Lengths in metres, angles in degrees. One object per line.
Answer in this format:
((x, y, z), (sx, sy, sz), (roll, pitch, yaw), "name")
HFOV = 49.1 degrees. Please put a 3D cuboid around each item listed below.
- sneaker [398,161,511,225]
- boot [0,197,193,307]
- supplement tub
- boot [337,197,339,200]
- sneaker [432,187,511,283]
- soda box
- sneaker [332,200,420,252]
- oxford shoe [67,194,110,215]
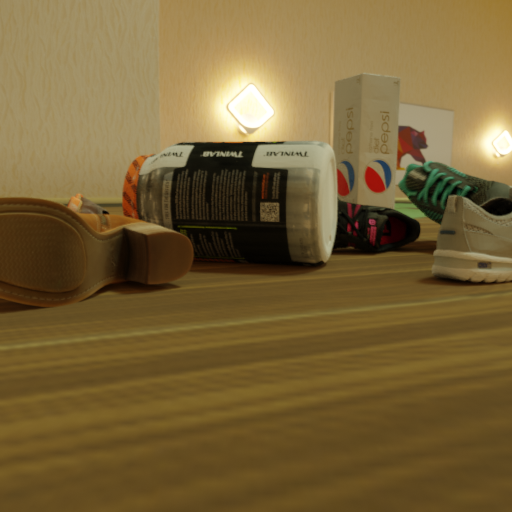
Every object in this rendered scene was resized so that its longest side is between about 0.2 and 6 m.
((3.101, -0.921, 9.119), (1.414, 1.202, 3.099), (26, 9, -4), "sneaker")
((-2.116, -0.147, 5.716), (2.478, 0.950, 1.924), (-5, 10, -43), "boot")
((-0.315, -0.724, 7.597), (2.684, 1.645, 1.645), (3, 8, 15), "supplement tub")
((0.944, -0.892, 11.947), (1.540, 1.833, 0.700), (-33, 21, 44), "boot")
((3.148, -0.284, 6.519), (2.521, 1.033, 0.942), (-5, 9, -32), "sneaker")
((2.580, -2.430, 13.407), (1.127, 3.539, 1.205), (-3, 7, -25), "soda box")
((1.524, -0.486, 8.769), (2.337, 0.897, 0.979), (-4, 4, -18), "sneaker")
((-3.765, -0.814, 12.462), (0.897, 0.877, 2.461), (21, 4, -16), "oxford shoe")
